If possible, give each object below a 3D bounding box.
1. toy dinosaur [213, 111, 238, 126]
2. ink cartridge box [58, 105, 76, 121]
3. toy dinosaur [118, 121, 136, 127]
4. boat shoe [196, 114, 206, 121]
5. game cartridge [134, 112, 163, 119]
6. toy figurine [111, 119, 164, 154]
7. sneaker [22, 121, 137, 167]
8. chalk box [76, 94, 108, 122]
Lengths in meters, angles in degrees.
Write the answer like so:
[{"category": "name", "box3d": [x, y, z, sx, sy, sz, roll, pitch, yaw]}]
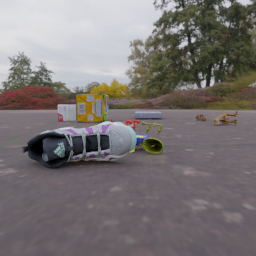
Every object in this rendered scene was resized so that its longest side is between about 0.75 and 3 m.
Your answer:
[{"category": "toy dinosaur", "box3d": [4.497, -0.475, 13.050, 1.138, 0.647, 2.143, 1, 5, 29]}, {"category": "ink cartridge box", "box3d": [-3.307, -0.851, 15.768, 1.247, 0.920, 0.534, 0, 6, -12]}, {"category": "toy dinosaur", "box3d": [-0.108, -0.001, 9.861, 0.625, 0.360, 1.237, 17, 17, 15]}, {"category": "boat shoe", "box3d": [4.164, -0.605, 16.097, 0.389, 0.368, 1.082, -1, 5, -11]}, {"category": "game cartridge", "box3d": [1.345, -0.850, 18.614, 1.780, 0.527, 2.746, 4, 5, 3]}, {"category": "toy figurine", "box3d": [0.267, 0.168, 5.723, 1.224, 0.646, 0.733, 3, 1, 27]}, {"category": "sneaker", "box3d": [-0.805, 0.305, 4.228, 1.701, 0.661, 1.190, -8, 3, 22]}, {"category": "chalk box", "box3d": [-1.867, -1.119, 15.544, 1.481, 1.491, 2.389, 0, 6, 5]}]
